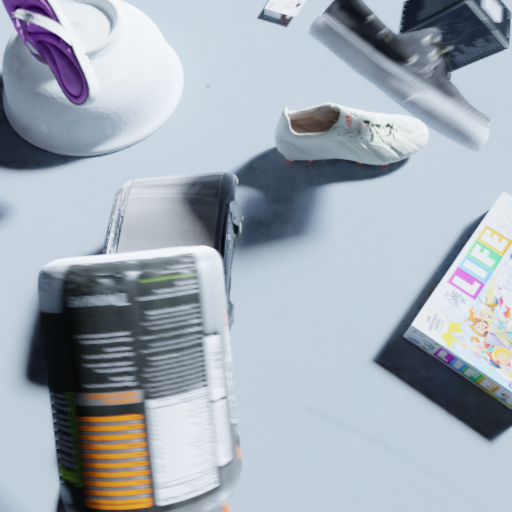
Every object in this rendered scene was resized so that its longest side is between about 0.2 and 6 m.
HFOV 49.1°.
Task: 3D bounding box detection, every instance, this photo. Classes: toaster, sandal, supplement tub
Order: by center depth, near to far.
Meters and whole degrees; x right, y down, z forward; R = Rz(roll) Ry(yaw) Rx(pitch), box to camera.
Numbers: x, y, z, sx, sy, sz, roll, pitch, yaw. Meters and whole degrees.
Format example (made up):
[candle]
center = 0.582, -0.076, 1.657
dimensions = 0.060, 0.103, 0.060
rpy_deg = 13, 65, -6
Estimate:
[supplement tub]
center = -1.134, 1.461, 5.749
dimensions = 1.850, 1.850, 3.019
rpy_deg = -5, 93, -3
[toaster]
center = -1.274, 0.049, 8.843
dimensions = 1.915, 1.685, 2.965
rpy_deg = 1, 64, 5
[sandal]
center = -3.422, -3.499, 9.038
dimensions = 2.431, 0.989, 0.597
rpy_deg = 52, 37, 0

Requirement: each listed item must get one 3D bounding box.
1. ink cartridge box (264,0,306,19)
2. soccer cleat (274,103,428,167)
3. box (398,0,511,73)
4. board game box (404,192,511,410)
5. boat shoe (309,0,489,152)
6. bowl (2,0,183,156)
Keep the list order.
[ink cartridge box]
center = 0.700, -5.717, 12.724
dimensions = 0.763, 0.191, 0.879
rpy_deg = 22, 64, 10
[soccer cleat]
center = 1.806, -2.285, 10.358
dimensions = 2.927, 1.135, 1.014
rpy_deg = -3, 62, -2
[box]
center = 3.121, -3.633, 8.795
dimensions = 1.229, 1.208, 0.762
rpy_deg = 26, 65, -35
[board game box]
center = 4.167, 0.664, 9.110
dimensions = 2.134, 0.543, 3.174
rpy_deg = 34, 67, 17
[boat shoe]
center = 1.917, -2.472, 7.080
dimensions = 2.881, 1.007, 0.954
rpy_deg = 48, 112, 28
[bowl]
center = -3.359, -3.905, 10.939
dimensions = 3.700, 1.663, 3.700
rpy_deg = 0, 61, 0
